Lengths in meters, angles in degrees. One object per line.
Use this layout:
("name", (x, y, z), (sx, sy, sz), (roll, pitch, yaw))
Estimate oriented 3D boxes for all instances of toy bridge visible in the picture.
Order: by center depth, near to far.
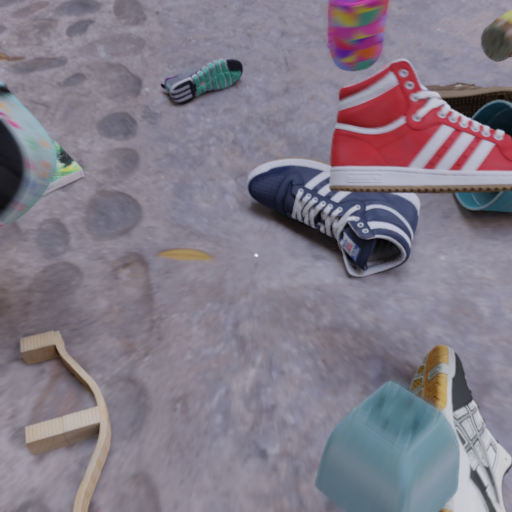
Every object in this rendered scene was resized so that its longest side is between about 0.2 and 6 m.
("toy bridge", (-2.375, 2.208, 7.090), (0.999, 0.404, 2.971), (-13, 50, -13))

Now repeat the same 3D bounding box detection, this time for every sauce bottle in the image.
("sauce bottle", (3.936, -3.328, 7.837), (1.738, 0.562, 0.562), (-33, 56, -17))

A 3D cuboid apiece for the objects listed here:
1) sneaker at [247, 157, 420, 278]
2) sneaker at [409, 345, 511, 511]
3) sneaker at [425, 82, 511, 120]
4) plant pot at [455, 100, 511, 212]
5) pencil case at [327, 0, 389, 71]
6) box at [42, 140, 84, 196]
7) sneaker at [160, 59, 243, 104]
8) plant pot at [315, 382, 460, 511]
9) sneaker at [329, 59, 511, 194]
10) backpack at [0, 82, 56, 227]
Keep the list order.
("sneaker", (1.175, -0.637, 9.214), (2.988, 1.047, 1.621), (12, 47, 6))
("sneaker", (2.511, 2.284, 6.850), (1.064, 0.918, 2.427), (14, 53, -6))
("sneaker", (4.556, -3.288, 11.679), (2.610, 0.919, 0.986), (4, 45, 3))
("plant pot", (4.679, -1.577, 9.671), (1.748, 1.860, 1.860), (8, 47, -13))
("pencil case", (1.454, -3.552, 8.260), (0.960, 2.171, 0.960), (-1, 82, 10))
("box", (-3.974, -1.709, 10.722), (0.874, 0.220, 1.211), (-32, 57, -25))
("sneaker", (-1.219, -4.061, 12.547), (1.852, 0.689, 0.810), (-27, 49, -22))
("plant pot", (1.203, 1.737, 4.972), (0.974, 0.992, 0.971), (-27, 40, -34))
("sneaker", (1.933, -1.301, 5.641), (2.365, 1.330, 0.842), (1, 4, 10))
("backpack", (-3.480, -1.272, 6.533), (2.114, 1.877, 1.592), (46, 13, -7))
